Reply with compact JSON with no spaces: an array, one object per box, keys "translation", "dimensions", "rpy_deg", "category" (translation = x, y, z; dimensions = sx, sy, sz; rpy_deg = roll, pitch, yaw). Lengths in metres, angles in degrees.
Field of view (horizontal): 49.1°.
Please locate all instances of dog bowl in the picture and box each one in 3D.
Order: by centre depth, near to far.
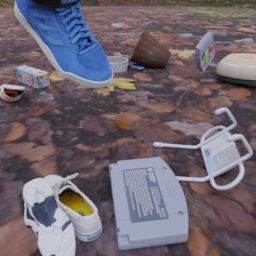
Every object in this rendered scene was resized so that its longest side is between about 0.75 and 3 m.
[{"translation":[-0.646,-3.101,13.542],"dimensions":[1.508,0.442,1.508],"rpy_deg":[-1,28,0],"category":"dog bowl"}]

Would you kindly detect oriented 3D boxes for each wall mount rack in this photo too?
[{"translation":[1.643,0.519,6.491],"dimensions":[2.050,0.880,2.360],"rpy_deg":[-33,19,20],"category":"wall mount rack"}]

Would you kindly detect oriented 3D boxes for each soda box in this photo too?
[{"translation":[-3.994,-2.130,11.603],"dimensions":[1.775,0.564,0.607],"rpy_deg":[21,35,35],"category":"soda box"}]

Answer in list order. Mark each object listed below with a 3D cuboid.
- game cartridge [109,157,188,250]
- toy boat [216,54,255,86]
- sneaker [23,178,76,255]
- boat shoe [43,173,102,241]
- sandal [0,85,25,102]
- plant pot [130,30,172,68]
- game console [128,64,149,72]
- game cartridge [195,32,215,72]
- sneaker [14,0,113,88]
[{"translation":[0.368,1.317,5.303],"dimensions":[1.326,0.414,1.991],"rpy_deg":[-1,32,-8],"category":"game cartridge"},{"translation":[5.301,-2.518,11.795],"dimensions":[2.468,1.365,2.936],"rpy_deg":[19,41,38],"category":"toy boat"},{"translation":[-1.344,1.632,4.691],"dimensions":[0.584,0.951,1.462],"rpy_deg":[-27,75,-27],"category":"sneaker"},{"translation":[-1.133,1.212,5.168],"dimensions":[0.684,0.790,1.853],"rpy_deg":[-19,34,-31],"category":"boat shoe"},{"translation":[-4.195,-1.205,10.007],"dimensions":[0.737,0.551,1.923],"rpy_deg":[4,1,-34],"category":"sandal"},{"translation":[1.167,-3.570,13.433],"dimensions":[1.685,1.575,1.575],"rpy_deg":[25,30,-3],"category":"plant pot"},{"translation":[0.494,-2.937,13.561],"dimensions":[0.744,0.131,0.841],"rpy_deg":[22,36,35],"category":"game console"},{"translation":[2.111,-2.032,7.705],"dimensions":[0.213,1.041,0.693],"rpy_deg":[35,81,31],"category":"game cartridge"},{"translation":[-1.222,-2.171,5.710],"dimensions":[2.796,1.555,1.073],"rpy_deg":[49,55,7],"category":"sneaker"}]
